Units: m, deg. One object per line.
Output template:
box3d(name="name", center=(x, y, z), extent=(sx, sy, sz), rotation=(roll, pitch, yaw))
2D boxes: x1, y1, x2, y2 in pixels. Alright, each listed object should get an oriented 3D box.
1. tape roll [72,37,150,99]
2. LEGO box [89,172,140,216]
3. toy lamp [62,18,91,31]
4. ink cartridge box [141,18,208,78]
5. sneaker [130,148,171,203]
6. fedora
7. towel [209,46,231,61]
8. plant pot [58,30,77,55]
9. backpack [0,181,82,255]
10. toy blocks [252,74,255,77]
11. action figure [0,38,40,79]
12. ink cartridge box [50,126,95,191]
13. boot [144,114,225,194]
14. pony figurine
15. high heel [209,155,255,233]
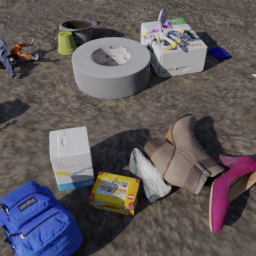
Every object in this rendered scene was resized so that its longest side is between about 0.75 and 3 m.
box3d(name="tape roll", center=(-0.591, -2.260, 10.259), extent=(2.803, 0.926, 2.803), rotation=(-1, 45, 1))
box3d(name="LEGO box", center=(-0.290, 1.559, 6.711), extent=(1.064, 0.411, 0.793), rotation=(10, 45, 10))
box3d(name="toy lamp", center=(-2.507, -4.939, 13.411), extent=(1.490, 0.434, 0.434), rotation=(-19, 47, -22))
box3d(name="ink cartridge box", center=(1.741, -3.259, 11.174), extent=(1.891, 1.071, 2.580), rotation=(-11, 46, -10))
box3d(name="sneaker", center=(0.521, 1.151, 7.127), extent=(0.679, 0.581, 1.559), rotation=(-10, 52, -24))
box3d(name="fedora", center=(-2.154, -4.175, 12.289), extent=(1.768, 0.798, 1.564), rotation=(21, 42, 29))
box3d(name="towel", center=(3.831, -3.124, 11.677), extent=(0.605, 0.203, 0.820), rotation=(-15, 46, -16))
box3d(name="plant pot", center=(-2.595, -3.644, 11.802), extent=(0.847, 0.778, 0.847), rotation=(0, 44, 0))
box3d(name="backpack", center=(-1.795, 1.940, 5.539), extent=(1.292, 1.334, 1.590), rotation=(-36, 39, -23))
box3d(name="toy blocks", center=(5.767, -2.136, 10.065), extent=(1.647, 1.957, 1.828), rotation=(-46, 40, 2))
box3d(name="action figure", center=(-4.378, -2.622, 10.921), extent=(1.799, 0.973, 1.860), rotation=(-19, 73, -9))
box3d(name="ink cartridge box", center=(-1.367, 0.755, 6.931), extent=(0.915, 1.253, 0.919), rotation=(-9, 45, -9))
box3d(name="boot", center=(1.686, 0.653, 7.329), extent=(1.836, 0.882, 2.511), rotation=(37, 48, 27))
box3d(name="pony figurine", center=(1.297, -3.401, 9.908), extent=(1.308, 1.089, 1.262), rotation=(25, 73, 15))
box3d(name="high heel", center=(2.568, 1.462, 6.472), extent=(1.169, 0.820, 2.431), rotation=(8, 41, 22))
